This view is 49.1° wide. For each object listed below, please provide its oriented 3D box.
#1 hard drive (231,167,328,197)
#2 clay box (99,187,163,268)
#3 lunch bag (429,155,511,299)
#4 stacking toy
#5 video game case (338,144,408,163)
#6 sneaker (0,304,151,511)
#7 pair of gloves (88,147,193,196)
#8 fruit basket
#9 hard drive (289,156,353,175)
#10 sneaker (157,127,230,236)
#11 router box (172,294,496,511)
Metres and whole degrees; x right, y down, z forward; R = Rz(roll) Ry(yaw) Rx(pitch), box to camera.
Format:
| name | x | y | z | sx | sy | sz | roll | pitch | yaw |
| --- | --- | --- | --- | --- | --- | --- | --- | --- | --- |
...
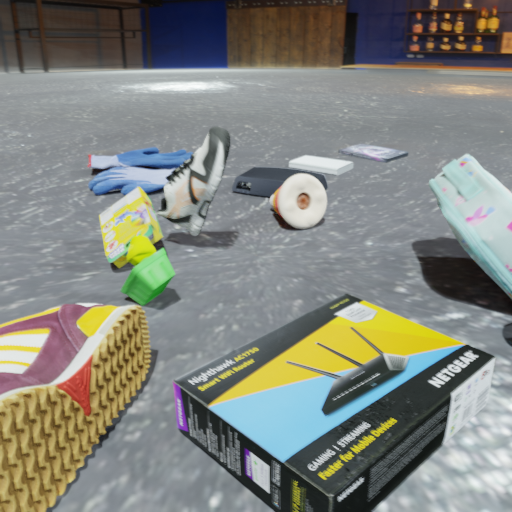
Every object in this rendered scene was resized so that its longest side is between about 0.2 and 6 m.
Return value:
| name | x | y | z | sx | sy | sz | roll | pitch | yaw |
| --- | --- | --- | --- | --- | --- | --- | --- | --- | --- |
| hard drive | 0.551 | -1.661 | 12.695 | 1.930 | 0.408 | 1.302 | 10 | 25 | 22 |
| clay box | -2.040 | -0.437 | 9.077 | 0.883 | 0.366 | 1.537 | -35 | 38 | 5 |
| lunch bag | 3.349 | -0.427 | 7.947 | 1.913 | 0.920 | 2.386 | 42 | 20 | -13 |
| stacking toy | 0.626 | -1.034 | 10.871 | 1.012 | 1.012 | 1.385 | -11 | 7 | -24 |
| video game case | 3.371 | -2.973 | 16.155 | 1.626 | 0.154 | 1.162 | 22 | 31 | 39 |
| sneaker | -2.174 | 1.326 | 4.928 | 1.404 | 1.168 | 3.117 | 0 | 15 | 18 |
| pair of gloves | -2.732 | -2.121 | 13.859 | 2.827 | 0.401 | 3.516 | -6 | 24 | -17 |
| fruit basket | -1.543 | 0.138 | 7.558 | 0.894 | 0.894 | 0.645 | 19 | 43 | 37 |
| hard drive | 1.705 | -2.390 | 14.721 | 1.417 | 0.186 | 0.935 | 15 | 27 | 32 |
| sneaker | -1.015 | -1.177 | 8.874 | 0.858 | 2.145 | 0.791 | 22 | 44 | -8 |
| router box | 0.779 | 1.311 | 5.352 | 2.537 | 0.648 | 1.892 | -21 | 30 | -40 |
